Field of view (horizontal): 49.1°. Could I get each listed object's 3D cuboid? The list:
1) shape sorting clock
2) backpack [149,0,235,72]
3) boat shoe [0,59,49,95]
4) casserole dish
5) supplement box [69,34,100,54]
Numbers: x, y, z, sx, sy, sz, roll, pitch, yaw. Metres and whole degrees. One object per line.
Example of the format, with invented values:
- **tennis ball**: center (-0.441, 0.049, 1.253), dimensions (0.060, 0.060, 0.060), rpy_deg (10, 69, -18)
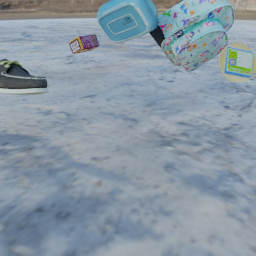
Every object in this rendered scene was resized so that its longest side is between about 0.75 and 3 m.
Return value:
- **shape sorting clock**: center (2.329, -1.381, 5.949), dimensions (0.855, 0.855, 0.168), rpy_deg (-6, -5, -11)
- **backpack**: center (1.669, -2.413, 6.864), dimensions (1.414, 1.878, 1.667), rpy_deg (59, 15, 22)
- **boat shoe**: center (-3.144, -1.306, 7.019), dimensions (2.830, 0.852, 1.009), rpy_deg (8, 7, 27)
- **casserole dish**: center (-0.072, -2.345, 6.138), dimensions (1.599, 0.969, 0.310), rpy_deg (-2, 49, 45)
- **supplement box**: center (-1.705, -3.259, 10.897), dimensions (0.631, 0.498, 0.964), rpy_deg (-12, 12, 46)
